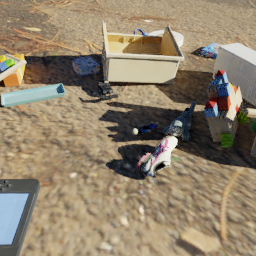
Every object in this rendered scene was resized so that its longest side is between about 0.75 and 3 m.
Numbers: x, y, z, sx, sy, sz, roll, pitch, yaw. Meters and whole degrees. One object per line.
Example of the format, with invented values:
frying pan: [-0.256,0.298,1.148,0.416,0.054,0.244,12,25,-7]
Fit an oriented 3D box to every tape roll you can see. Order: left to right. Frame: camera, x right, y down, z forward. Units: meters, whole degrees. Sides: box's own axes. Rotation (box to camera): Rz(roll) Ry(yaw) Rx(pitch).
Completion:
tape roll: [1.987,-4.719,14.935,1.933,0.353,1.933,1,38,0]

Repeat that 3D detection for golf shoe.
golf shoe: [0.941,0.810,7.727,0.700,0.552,1.520,33,57,29]

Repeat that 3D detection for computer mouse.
computer mouse: [-0.978,-1.371,10.675,0.890,0.292,1.267,-16,44,-28]

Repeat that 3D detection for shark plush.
shark plush: [1.861,-0.268,8.864,0.861,0.790,1.896,29,47,32]

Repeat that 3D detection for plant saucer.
plant saucer: [-3.556,-1.232,10.589,2.300,0.218,0.804,-13,39,-17]

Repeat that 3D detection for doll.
doll: [0.501,0.031,8.802,0.983,0.238,0.671,-19,15,-37]

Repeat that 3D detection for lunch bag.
lunch bag: [-1.800,-2.689,12.237,1.044,0.492,1.303,-17,40,-24]

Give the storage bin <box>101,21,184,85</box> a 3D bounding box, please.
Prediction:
storage bin: [0.422,-3.207,11.644,2.929,1.372,2.907,0,47,-9]

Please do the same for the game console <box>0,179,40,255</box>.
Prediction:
game console: [-3.214,1.630,5.959,1.995,1.383,2.337,-1,39,0]

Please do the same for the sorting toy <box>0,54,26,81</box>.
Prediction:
sorting toy: [-5.281,-2.239,10.957,2.088,0.411,2.256,-43,40,-22]

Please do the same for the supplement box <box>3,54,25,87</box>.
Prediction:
supplement box: [-4.788,-2.470,11.825,0.637,0.659,1.916,-7,40,-6]

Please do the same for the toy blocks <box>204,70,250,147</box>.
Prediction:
toy blocks: [2.901,-0.747,8.482,1.162,1.590,2.326,-4,33,36]

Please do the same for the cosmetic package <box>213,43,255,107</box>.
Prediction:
cosmetic package: [4.590,-2.020,10.598,1.011,1.438,2.836,-16,42,-20]

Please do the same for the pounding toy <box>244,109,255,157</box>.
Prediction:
pounding toy: [4.443,-0.035,7.884,2.290,1.628,2.108,19,41,22]

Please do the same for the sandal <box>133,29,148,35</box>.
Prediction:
sandal: [0.838,-4.433,14.185,0.778,0.853,1.959,-29,48,-33]

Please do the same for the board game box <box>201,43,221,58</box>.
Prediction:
board game box: [4.338,-3.832,13.860,0.920,0.272,1.210,28,46,31]
